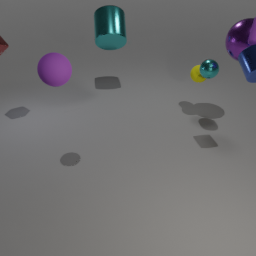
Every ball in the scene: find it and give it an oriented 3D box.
[{"bbox_3d":[-1.529,-1.216,5.851,0.700,0.700,0.700,0,31,0],"label":"ball"},{"bbox_3d":[2.969,-2.152,10.230,0.700,0.700,0.700,0,31,0],"label":"ball"},{"bbox_3d":[3.946,-2.874,9.232,1.400,1.400,1.400,0,31,0],"label":"ball"},{"bbox_3d":[2.861,-2.173,11.254,0.700,0.700,0.700,0,31,0],"label":"ball"}]

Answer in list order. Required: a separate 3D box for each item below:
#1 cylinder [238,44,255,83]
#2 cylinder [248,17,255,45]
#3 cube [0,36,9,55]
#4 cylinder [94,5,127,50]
[{"bbox_3d":[3.224,-1.614,7.040,0.700,0.700,0.700,-5,64,-9],"label":"cylinder"},{"bbox_3d":[3.702,-2.602,7.591,0.700,0.700,0.700,4,29,-2],"label":"cylinder"},{"bbox_3d":[-4.482,-2.723,9.084,0.700,0.700,0.700,-39,5,12],"label":"cube"},{"bbox_3d":[-0.790,-4.399,12.396,1.400,1.400,1.400,-4,-12,-1],"label":"cylinder"}]
